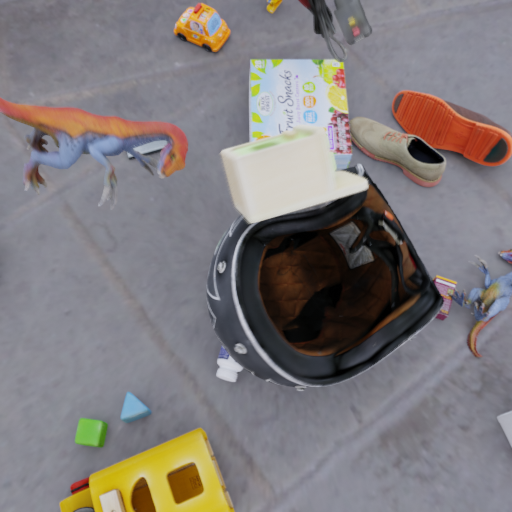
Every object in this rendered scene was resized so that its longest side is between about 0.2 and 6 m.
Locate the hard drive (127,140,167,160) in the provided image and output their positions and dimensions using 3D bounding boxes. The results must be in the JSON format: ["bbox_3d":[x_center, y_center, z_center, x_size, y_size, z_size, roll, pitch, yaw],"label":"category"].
[{"bbox_3d":[-2.247,-2.317,11.387,0.832,0.137,0.581,-17,68,-7],"label":"hard drive"}]

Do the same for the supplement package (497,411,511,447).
[{"bbox_3d":[4.940,2.669,8.876,1.691,0.926,0.962,-18,69,-7],"label":"supplement package"}]

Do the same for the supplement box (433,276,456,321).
[{"bbox_3d":[3.287,0.754,10.020,0.380,0.295,0.690,19,69,8],"label":"supplement box"}]

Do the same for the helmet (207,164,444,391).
[{"bbox_3d":[0.839,0.402,8.570,3.137,3.290,3.290,-31,68,16],"label":"helmet"}]

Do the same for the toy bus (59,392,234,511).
[{"bbox_3d":[-1.808,3.668,8.117,2.867,1.570,3.038,20,68,8],"label":"toy bus"}]

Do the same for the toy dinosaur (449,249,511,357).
[{"bbox_3d":[4.267,0.590,10.046,1.687,1.859,0.976,-17,30,-31],"label":"toy dinosaur"}]

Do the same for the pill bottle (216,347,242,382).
[{"bbox_3d":[-0.407,1.723,9.532,0.454,0.454,0.759,15,68,6],"label":"pill bottle"}]

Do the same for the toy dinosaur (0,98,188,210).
[{"bbox_3d":[-2.208,-1.580,7.786,2.306,2.541,1.334,-17,45,18],"label":"toy dinosaur"}]

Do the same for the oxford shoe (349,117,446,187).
[{"bbox_3d":[2.773,-2.229,10.983,2.162,0.808,0.762,32,71,12],"label":"oxford shoe"}]

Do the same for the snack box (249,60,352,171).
[{"bbox_3d":[0.830,-2.806,11.236,1.943,0.780,2.305,0,66,-1],"label":"snack box"}]

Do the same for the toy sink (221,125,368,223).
[{"bbox_3d":[0.429,-1.050,6.589,1.461,0.952,0.818,-16,109,-7],"label":"toy sink"}]

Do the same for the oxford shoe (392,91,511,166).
[{"bbox_3d":[3.950,-2.600,11.266,2.584,0.920,0.937,35,38,21],"label":"oxford shoe"}]

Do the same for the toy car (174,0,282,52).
[{"bbox_3d":[-0.637,-5.565,12.367,2.506,0.834,1.229,-42,74,-15],"label":"toy car"}]

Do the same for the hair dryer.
[{"bbox_3d":[0.446,-4.767,9.354,0.987,2.769,3.635,-35,102,5],"label":"hair dryer"}]
